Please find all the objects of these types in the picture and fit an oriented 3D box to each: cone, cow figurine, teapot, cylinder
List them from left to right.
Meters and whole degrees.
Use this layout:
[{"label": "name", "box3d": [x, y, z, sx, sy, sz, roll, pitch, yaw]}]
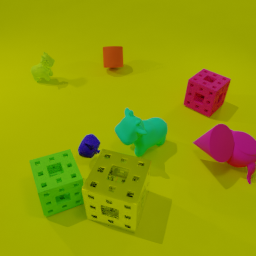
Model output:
[{"label": "cow figurine", "box3d": [-3.121, -2.211, 10.151, 1.064, 1.047, 0.584, -3, 47, 15]}, {"label": "teapot", "box3d": [-0.965, 0.514, 7.302, 0.516, 1.053, 0.655, 28, 75, 4]}, {"label": "cylinder", "box3d": [-0.576, -2.746, 10.851, 0.781, 0.781, 0.781, -2, 13, 0]}, {"label": "cow figurine", "box3d": [0.424, 0.048, 7.376, 1.632, 1.606, 0.896, -22, 60, -25]}, {"label": "cone", "box3d": [1.992, 0.378, 7.091, 0.938, 0.938, 0.942, -34, 17, -31]}, {"label": "teapot", "box3d": [2.929, 0.655, 7.394, 1.019, 0.802, 1.639, -4, 52, -24]}]

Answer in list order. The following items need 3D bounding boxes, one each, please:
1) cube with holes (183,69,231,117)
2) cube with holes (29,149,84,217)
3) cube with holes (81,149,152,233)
[{"label": "cube with holes", "box3d": [2.569, -1.170, 9.162, 0.991, 0.991, 0.991, 31, 48, 29]}, {"label": "cube with holes", "box3d": [-1.643, 1.273, 6.547, 0.966, 0.966, 0.966, -15, 46, -20]}, {"label": "cube with holes", "box3d": [-0.208, 1.400, 6.313, 1.174, 1.174, 1.174, 12, 44, 13]}]
